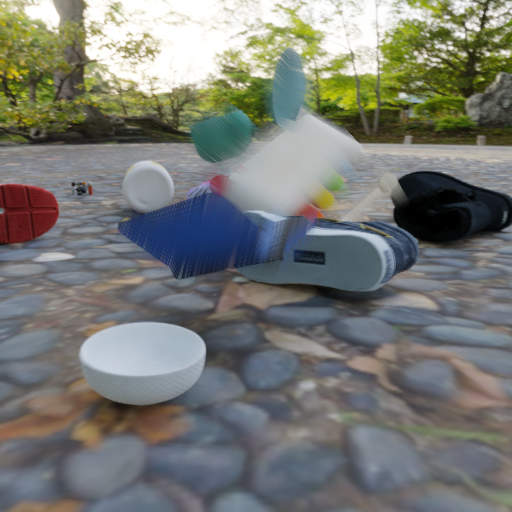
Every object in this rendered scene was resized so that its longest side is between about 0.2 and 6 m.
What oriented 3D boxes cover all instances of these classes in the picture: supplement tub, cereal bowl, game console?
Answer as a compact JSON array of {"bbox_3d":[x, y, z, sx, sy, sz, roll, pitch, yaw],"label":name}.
[{"bbox_3d":[-2.811,-1.804,14.501,1.250,1.250,1.728,-3,14,-12],"label":"supplement tub"},{"bbox_3d":[-0.995,0.996,4.964,1.069,0.445,1.069,4,17,-1],"label":"cereal bowl"},{"bbox_3d":[-0.428,-0.369,6.452,1.704,1.008,1.454,-11,20,40],"label":"game console"}]

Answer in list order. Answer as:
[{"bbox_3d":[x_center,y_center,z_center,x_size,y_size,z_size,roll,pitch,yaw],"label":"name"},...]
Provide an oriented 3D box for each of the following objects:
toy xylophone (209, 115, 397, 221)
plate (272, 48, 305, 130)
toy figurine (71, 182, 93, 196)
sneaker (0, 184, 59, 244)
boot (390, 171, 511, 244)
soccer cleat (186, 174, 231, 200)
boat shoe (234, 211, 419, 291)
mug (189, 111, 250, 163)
[{"bbox_3d":[0.898,-1.278,9.992,2.466,0.846,3.368,42,56,21],"label":"toy xylophone"},{"bbox_3d":[0.578,-2.810,9.470,0.171,1.336,1.336,-3,14,-19],"label":"plate"},{"bbox_3d":[-5.423,-2.116,17.407,0.596,0.414,0.586,-14,20,-42],"label":"toy figurine"},{"bbox_3d":[-5.613,-0.843,10.842,1.806,1.225,3.126,15,19,42],"label":"sneaker"},{"bbox_3d":[3.610,-1.107,11.830,2.547,1.158,3.031,-8,22,-43],"label":"boot"},{"bbox_3d":[-0.868,-1.539,13.709,0.967,1.108,2.898,-8,17,-29],"label":"soccer cleat"},{"bbox_3d":[0.873,-0.093,8.329,2.908,1.029,1.320,13,15,37],"label":"boat shoe"},{"bbox_3d":[-0.607,-2.083,9.957,1.000,0.753,1.217,-17,13,-3],"label":"mug"}]
